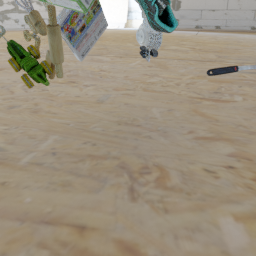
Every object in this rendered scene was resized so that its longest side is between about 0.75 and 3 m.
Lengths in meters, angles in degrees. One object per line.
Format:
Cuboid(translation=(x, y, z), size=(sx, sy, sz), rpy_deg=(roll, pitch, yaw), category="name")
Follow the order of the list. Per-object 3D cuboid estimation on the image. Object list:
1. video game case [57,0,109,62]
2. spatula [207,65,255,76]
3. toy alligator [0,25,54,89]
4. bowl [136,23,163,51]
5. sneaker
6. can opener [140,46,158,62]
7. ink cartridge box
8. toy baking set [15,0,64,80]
Cuboid(translation=(-1.378, -3.256, 8.803), size=(0.211, 1.679, 2.345), rpy_deg=(35, -5, 12), category="video game case")
Cuboid(translation=(3.150, -1.638, 7.649), size=(1.957, 0.553, 0.201), rpy_deg=(-6, 1, 7), category="spatula")
Cuboid(translation=(-2.603, -1.741, 7.036), size=(0.743, 0.538, 2.241), rpy_deg=(-38, 74, -11), category="toy alligator")
Cuboid(translation=(0.740, -3.705, 11.208), size=(0.635, 1.353, 1.353), rpy_deg=(-16, 28, -28), category="bowl")
Cuboid(translation=(0.591, -3.158, 6.709), size=(0.856, 2.205, 1.006), rpy_deg=(-47, 44, -1), category="sneaker")
Cuboid(translation=(0.615, -2.222, 8.325), size=(0.402, 0.321, 1.204), rpy_deg=(-2, 24, -5), category="can opener")
Cuboid(translation=(-1.122, -2.499, 4.865), size=(1.293, 0.671, 0.383), rpy_deg=(25, -6, 26), category="ink cartridge box")
Cuboid(translation=(-2.201, -2.464, 6.734), size=(0.310, 2.664, 2.044), rpy_deg=(-28, 52, -33), category="toy baking set")
